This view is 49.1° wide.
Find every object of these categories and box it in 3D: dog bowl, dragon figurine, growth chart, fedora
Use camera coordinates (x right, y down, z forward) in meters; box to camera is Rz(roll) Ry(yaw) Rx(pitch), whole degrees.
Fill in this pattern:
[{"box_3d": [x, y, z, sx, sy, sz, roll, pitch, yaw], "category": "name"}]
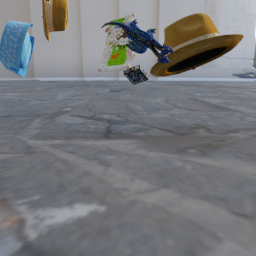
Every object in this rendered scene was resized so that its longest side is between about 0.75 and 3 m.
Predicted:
[{"box_3d": [-2.581, -1.833, 6.551, 0.475, 1.068, 1.916, 15, -4, -15], "category": "dog bowl"}, {"box_3d": [0.227, -1.776, 5.554, 1.487, 0.438, 0.739, 20, 35, -18], "category": "dragon figurine"}, {"box_3d": [-0.417, -3.611, 11.948, 2.048, 2.830, 0.251, -6, -22, 38], "category": "growth chart"}, {"box_3d": [1.813, -2.454, 8.107, 2.908, 1.186, 2.908, -20, -2, -1], "category": "fedora"}, {"box_3d": [-2.337, -3.761, 9.099, 0.776, 1.902, 1.902, -1, 12, -12], "category": "fedora"}]

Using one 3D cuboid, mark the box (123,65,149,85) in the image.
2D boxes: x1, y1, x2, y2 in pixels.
[{"box_3d": [0.308, -1.961, 10.411, 0.658, 0.190, 0.828, -15, -27, 24], "category": "box"}]
